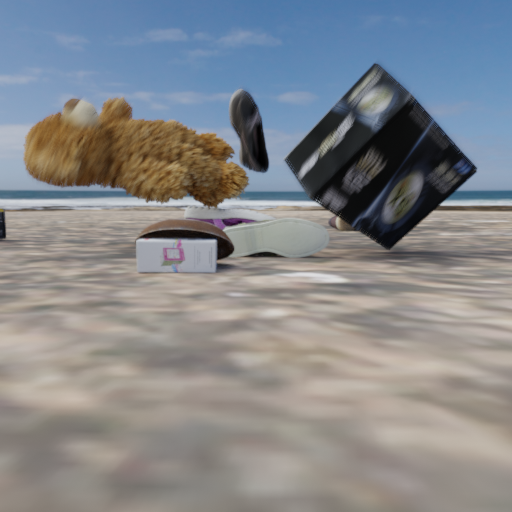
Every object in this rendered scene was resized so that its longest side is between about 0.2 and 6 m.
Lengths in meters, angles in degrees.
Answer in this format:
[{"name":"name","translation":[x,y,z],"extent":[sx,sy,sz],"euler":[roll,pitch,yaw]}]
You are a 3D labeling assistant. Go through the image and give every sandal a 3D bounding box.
[{"name":"sandal","translation":[-0.349,-0.432,9.908],"extent":[1.031,0.623,2.534],"euler":[20,-6,-41]}]

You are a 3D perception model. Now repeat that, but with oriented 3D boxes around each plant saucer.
[{"name":"plant saucer","translation":[-0.865,-0.192,6.872],"extent":[1.213,0.209,1.213],"euler":[1,-18,0]}]

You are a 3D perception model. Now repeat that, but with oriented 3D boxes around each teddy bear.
[{"name":"teddy bear","translation":[-1.831,-1.782,9.311],"extent":[3.714,1.240,2.693],"euler":[15,41,-18]}]

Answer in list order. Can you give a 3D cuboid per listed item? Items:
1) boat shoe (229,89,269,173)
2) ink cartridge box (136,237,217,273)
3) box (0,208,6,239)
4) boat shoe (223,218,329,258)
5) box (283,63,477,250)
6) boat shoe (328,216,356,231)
[{"name":"boat shoe","translation":[-0.055,-2.204,10.082],"extent":[0.513,0.602,1.801],"euler":[31,-24,25]},{"name":"ink cartridge box","translation":[-0.920,-0.018,6.598],"extent":[0.904,0.383,0.654],"euler":[2,5,-3]},{"name":"box","translation":[-6.528,-0.545,10.415],"extent":[2.340,0.723,2.930],"euler":[-1,6,6]},{"name":"boat shoe","translation":[0.250,-0.274,8.219],"extent":[1.632,0.583,0.488],"euler":[-3,10,8]},{"name":"box","translation":[1.851,-1.329,8.191],"extent":[2.245,1.838,0.967],"euler":[27,27,-44]},{"name":"boat shoe","translation":[2.794,-1.039,15.708],"extent":[1.888,0.679,0.612],"euler":[-12,17,-39]}]
